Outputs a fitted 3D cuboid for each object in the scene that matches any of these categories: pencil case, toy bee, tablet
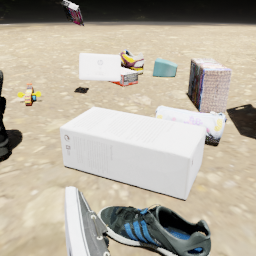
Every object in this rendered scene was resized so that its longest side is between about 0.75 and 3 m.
[{"bbox_3d":[1.623,-0.119,7.415,1.825,0.828,0.759,9,55,21],"label":"pencil case"},{"bbox_3d":[-3.588,-1.266,10.119,0.776,0.645,1.186,-15,29,-25],"label":"toy bee"},{"bbox_3d":[-0.665,-1.453,6.690,0.983,0.639,0.067,1,-2,-10],"label":"tablet"}]

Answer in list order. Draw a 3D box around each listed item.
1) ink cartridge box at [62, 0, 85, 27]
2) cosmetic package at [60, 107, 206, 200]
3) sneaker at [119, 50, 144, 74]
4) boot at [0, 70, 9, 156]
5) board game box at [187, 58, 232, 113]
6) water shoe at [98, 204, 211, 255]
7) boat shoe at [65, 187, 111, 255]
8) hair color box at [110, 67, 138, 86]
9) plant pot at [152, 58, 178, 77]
[{"bbox_3d":[-1.836,-3.796,9.466,0.546,0.214,1.153,26,-9,7],"label":"ink cartridge box"},{"bbox_3d":[0.107,0.408,6.074,2.805,0.999,1.423,11,27,23],"label":"cosmetic package"},{"bbox_3d":[-0.376,-3.391,14.068,2.511,1.132,0.941,8,26,17],"label":"sneaker"},{"bbox_3d":[-3.588,-0.563,6.953,0.985,1.957,2.617,-15,23,-34],"label":"boot"},{"bbox_3d":[2.747,-1.522,9.708,0.869,1.431,1.795,-1,26,-2],"label":"board game box"},{"bbox_3d":[0.361,1.412,4.261,1.828,0.721,0.654,12,28,24],"label":"water shoe"},{"bbox_3d":[-0.537,1.626,3.947,0.592,0.718,2.091,-2,31,-19],"label":"boat shoe"},{"bbox_3d":[-0.416,-2.371,12.597,0.884,0.533,1.742,-18,29,-34],"label":"hair color box"},{"bbox_3d":[1.806,-2.842,13.436,1.061,0.749,0.750,13,27,11],"label":"plant pot"}]
